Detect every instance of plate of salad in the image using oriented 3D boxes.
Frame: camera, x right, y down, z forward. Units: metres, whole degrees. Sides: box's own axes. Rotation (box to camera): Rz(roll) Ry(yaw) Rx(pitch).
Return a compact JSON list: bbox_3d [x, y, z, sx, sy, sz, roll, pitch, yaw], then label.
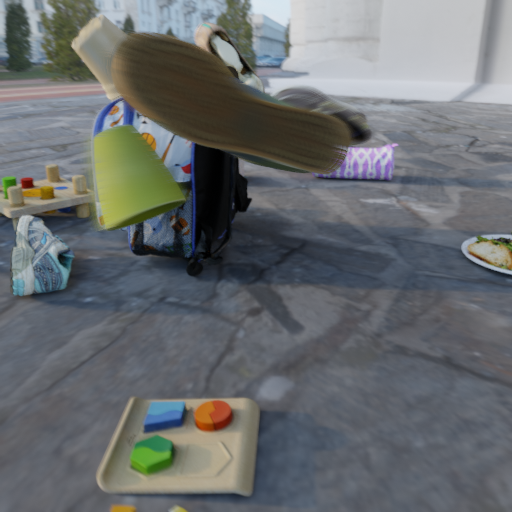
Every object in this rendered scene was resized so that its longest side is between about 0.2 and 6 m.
[{"bbox_3d":[5.097,-0.121,10.775,2.151,0.517,2.151,0,22,0],"label":"plate of salad"}]

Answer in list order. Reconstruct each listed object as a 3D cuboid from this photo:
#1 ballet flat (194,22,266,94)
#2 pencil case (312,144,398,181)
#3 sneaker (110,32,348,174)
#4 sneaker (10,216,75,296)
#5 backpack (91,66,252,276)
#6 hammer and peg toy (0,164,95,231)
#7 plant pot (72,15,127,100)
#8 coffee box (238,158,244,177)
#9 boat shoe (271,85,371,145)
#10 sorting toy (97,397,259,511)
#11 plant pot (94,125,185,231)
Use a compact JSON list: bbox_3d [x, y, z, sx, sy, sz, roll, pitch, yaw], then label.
[{"bbox_3d":[-0.406,-3.743,11.626,0.808,2.373,0.798,-48,31,-6],"label":"ballet flat"},{"bbox_3d":[2.831,-2.807,16.525,2.536,1.084,1.064,5,10,8],"label":"pencil case"},{"bbox_3d":[-0.439,-1.860,7.516,3.206,1.075,1.439,18,3,-22],"label":"sneaker"},{"bbox_3d":[-3.875,0.026,10.217,1.039,0.935,2.408,4,27,-21],"label":"sneaker"},{"bbox_3d":[-1.497,-2.002,11.046,2.886,3.569,3.746,11,24,3],"label":"backpack"},{"bbox_3d":[-5.421,-1.575,13.583,2.178,1.044,2.961,-19,29,-38],"label":"hammer and peg toy"},{"bbox_3d":[-2.384,-3.283,9.098,1.074,0.983,1.074,-28,39,25],"label":"plant pot"},{"bbox_3d":[-1.331,-2.564,16.408,1.807,0.720,1.033,4,23,10],"label":"coffee box"},{"bbox_3d":[1.195,-2.505,10.148,2.075,0.745,0.617,10,36,-30],"label":"boat shoe"},{"bbox_3d":[-0.787,2.081,5.744,1.534,0.276,2.059,1,22,4],"label":"sorting toy"},{"bbox_3d":[-1.916,-1.247,8.539,1.273,1.361,1.273,-21,1,0],"label":"plant pot"}]
